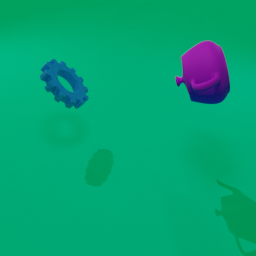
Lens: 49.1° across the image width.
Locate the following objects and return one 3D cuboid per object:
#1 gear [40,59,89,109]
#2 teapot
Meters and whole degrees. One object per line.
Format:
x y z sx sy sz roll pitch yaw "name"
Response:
-1.240 -0.876 5.569 0.195 1.054 1.054 -35 28 27 "gear"
1.137 -0.840 4.420 0.774 0.982 1.580 -13 20 14 "teapot"
